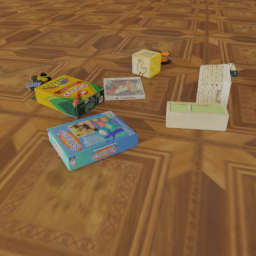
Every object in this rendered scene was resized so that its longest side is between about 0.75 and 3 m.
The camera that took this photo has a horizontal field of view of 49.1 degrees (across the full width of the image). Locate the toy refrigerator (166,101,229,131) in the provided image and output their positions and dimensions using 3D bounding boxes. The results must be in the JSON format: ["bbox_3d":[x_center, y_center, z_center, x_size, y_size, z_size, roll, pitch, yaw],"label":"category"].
[{"bbox_3d":[2.279,-0.434,9.386,1.951,0.682,0.740,3,35,7],"label":"toy refrigerator"}]

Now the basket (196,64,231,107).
[{"bbox_3d":[3.223,-1.593,10.640,1.100,1.209,1.783,6,35,13],"label":"basket"}]

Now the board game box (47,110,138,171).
[{"bbox_3d":[-1.078,0.283,8.494,2.215,0.498,1.684,-18,38,-26],"label":"board game box"}]

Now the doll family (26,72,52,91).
[{"bbox_3d":[-3.615,-1.889,11.644,0.928,0.630,1.605,1,39,-6],"label":"doll family"}]

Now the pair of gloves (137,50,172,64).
[{"bbox_3d":[1.347,-3.732,14.588,1.741,0.242,1.954,0,34,0],"label":"pair of gloves"}]

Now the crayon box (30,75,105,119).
[{"bbox_3d":[-2.368,-1.315,10.725,2.534,0.644,1.609,20,39,27],"label":"crayon box"}]

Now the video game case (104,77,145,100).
[{"bbox_3d":[-0.200,-1.661,11.608,1.607,0.203,1.763,-3,35,-4],"label":"video game case"}]

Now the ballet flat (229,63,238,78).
[{"bbox_3d":[4.810,-2.745,12.993,0.412,0.415,1.213,-4,34,-3],"label":"ballet flat"}]

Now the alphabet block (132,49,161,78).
[{"bbox_3d":[0.853,-2.974,12.868,0.980,0.958,0.963,22,42,30],"label":"alphabet block"}]
